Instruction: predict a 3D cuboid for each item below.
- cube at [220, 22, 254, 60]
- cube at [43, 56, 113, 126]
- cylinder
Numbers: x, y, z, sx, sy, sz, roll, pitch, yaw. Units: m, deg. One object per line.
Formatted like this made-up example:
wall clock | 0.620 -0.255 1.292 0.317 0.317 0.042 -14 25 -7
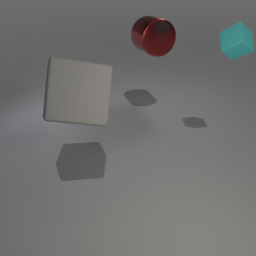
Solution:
cube | 3.273 -2.602 8.441 0.700 0.700 0.700 17 -24 -38
cube | -1.274 -0.825 6.799 1.400 1.400 1.400 5 2 -18
cylinder | 0.983 -3.663 11.140 1.400 1.400 1.400 -9 27 -15
